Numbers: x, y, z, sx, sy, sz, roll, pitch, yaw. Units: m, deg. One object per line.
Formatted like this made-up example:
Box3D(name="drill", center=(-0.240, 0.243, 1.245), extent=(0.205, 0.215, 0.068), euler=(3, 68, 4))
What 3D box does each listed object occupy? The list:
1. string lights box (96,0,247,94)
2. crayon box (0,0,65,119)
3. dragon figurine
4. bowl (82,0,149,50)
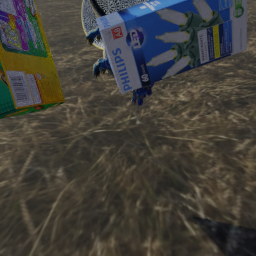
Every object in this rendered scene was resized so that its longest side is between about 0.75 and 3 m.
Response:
Box3D(name="string lights box", center=(0.673, -1.398, 4.205), extent=(2.062, 1.060, 0.608), euler=(-20, 38, -1))
Box3D(name="crayon box", center=(-2.288, -1.714, 5.109), extent=(0.868, 2.979, 1.769), euler=(-15, 6, 15))
Box3D(name="dragon figurine", center=(-0.144, -1.920, 6.445), extent=(1.404, 2.823, 0.831), euler=(-2, 18, 19))
Box3D(name="bowl", center=(0.044, -3.724, 8.773), extent=(2.908, 2.908, 1.365), euler=(24, 12, 33))
